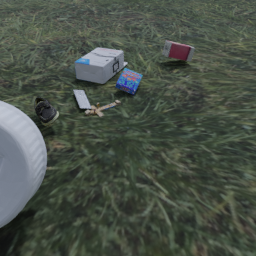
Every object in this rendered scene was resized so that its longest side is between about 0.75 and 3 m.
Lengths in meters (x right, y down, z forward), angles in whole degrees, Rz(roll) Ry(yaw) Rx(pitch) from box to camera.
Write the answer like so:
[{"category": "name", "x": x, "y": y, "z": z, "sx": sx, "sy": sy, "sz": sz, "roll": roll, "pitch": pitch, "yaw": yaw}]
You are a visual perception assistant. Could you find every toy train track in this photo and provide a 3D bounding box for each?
[{"category": "toy train track", "x": -0.812, "y": -0.719, "z": 9.232, "sx": 1.295, "sy": 0.211, "sz": 0.743, "roll": -21, "pitch": 40, "yaw": -28}]

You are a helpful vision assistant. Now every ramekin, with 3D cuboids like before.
[{"category": "ramekin", "x": -2.759, "y": 0.696, "z": 5.044, "sx": 2.443, "sy": 2.443, "sz": 1.191, "roll": -8, "pitch": 9, "yaw": -12}]

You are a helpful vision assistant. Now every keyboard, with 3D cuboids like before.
[{"category": "keyboard", "x": -1.579, "y": -0.999, "z": 9.620, "sx": 0.372, "sy": 0.071, "sz": 1.323, "roll": -4, "pitch": 35, "yaw": -20}]

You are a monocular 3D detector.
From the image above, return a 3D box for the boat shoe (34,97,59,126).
[{"category": "boat shoe", "x": -2.503, "y": -0.535, "z": 8.310, "sx": 0.568, "sy": 0.523, "sz": 1.591, "roll": -41, "pitch": 32, "yaw": -7}]

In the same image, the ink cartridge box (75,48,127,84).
[{"category": "ink cartridge box", "x": -1.026, "y": -2.694, "z": 11.543, "sx": 1.293, "sy": 0.744, "sz": 2.232, "roll": 14, "pitch": 38, "yaw": 21}]

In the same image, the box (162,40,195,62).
[{"category": "box", "x": 2.206, "y": -3.372, "z": 12.278, "sx": 1.156, "sy": 0.630, "sz": 0.739, "roll": 6, "pitch": 24, "yaw": -19}]

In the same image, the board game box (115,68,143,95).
[{"category": "board game box", "x": 0.049, "y": -1.723, "z": 10.268, "sx": 0.740, "sy": 0.219, "sz": 0.973, "roll": 22, "pitch": 50, "yaw": 0}]
